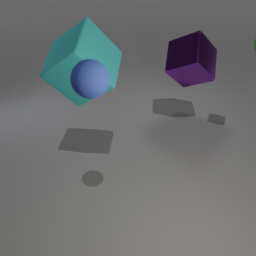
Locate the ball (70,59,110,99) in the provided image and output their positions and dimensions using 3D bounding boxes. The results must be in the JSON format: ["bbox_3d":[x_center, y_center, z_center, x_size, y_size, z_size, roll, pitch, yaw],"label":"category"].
[{"bbox_3d":[-0.672,-0.869,4.983,0.700,0.700,0.700,0,31,0],"label":"ball"}]

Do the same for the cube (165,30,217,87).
[{"bbox_3d":[2.426,-2.578,10.713,1.400,1.400,1.400,-7,-24,41],"label":"cube"}]

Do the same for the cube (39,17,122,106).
[{"bbox_3d":[-1.193,-1.693,7.394,1.400,1.400,1.400,-21,45,34],"label":"cube"}]

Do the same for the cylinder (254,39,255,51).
[{"bbox_3d":[4.291,-2.680,8.606,0.700,0.700,0.700,14,44,22],"label":"cylinder"}]
